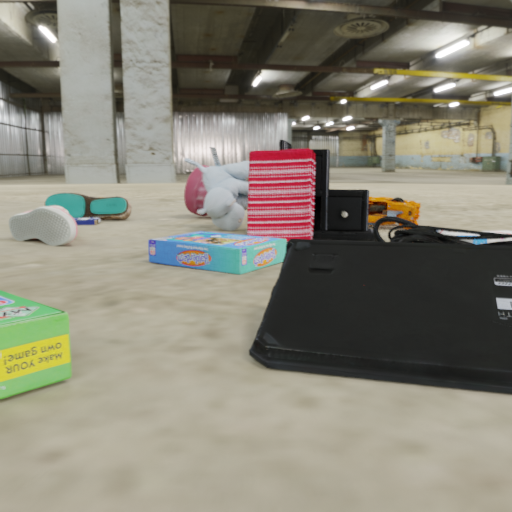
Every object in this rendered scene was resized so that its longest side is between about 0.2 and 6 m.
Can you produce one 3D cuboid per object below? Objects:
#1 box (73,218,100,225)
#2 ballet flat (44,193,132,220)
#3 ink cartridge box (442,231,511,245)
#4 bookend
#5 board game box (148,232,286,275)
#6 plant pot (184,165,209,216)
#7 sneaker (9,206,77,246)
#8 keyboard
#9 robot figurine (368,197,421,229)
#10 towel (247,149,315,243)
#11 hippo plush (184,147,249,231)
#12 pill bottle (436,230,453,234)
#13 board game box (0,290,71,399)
[{"bbox_3d":[-4.825,-0.942,15.296,1.038,0.168,0.629,0,9,-7],"label":"box"},{"bbox_3d":[-4.833,-1.328,16.305,2.499,0.851,0.840,6,-11,3],"label":"ballet flat"},{"bbox_3d":[3.951,-0.145,9.476,1.413,0.480,0.814,-3,10,-19],"label":"ink cartridge box"},{"bbox_3d":[1.604,-1.450,12.368,2.149,2.136,0.990,3,9,9],"label":"bookend"},{"bbox_3d":[-0.633,-0.088,9.316,1.851,0.416,1.408,6,11,33],"label":"board game box"},{"bbox_3d":[-1.186,-1.845,16.805,1.360,1.519,1.519,18,16,25],"label":"plant pot"},{"bbox_3d":[-4.194,-0.703,11.847,2.122,0.799,1.109,2,14,38],"label":"sneaker"},{"bbox_3d":[2.544,0.601,5.050,4.836,0.958,2.517,4,33,15],"label":"keyboard"},{"bbox_3d":[2.878,-1.167,14.779,2.709,0.789,1.964,4,10,21],"label":"robot figurine"},{"bbox_3d":[0.510,-1.253,11.692,1.410,1.950,0.219,1,0,10],"label":"towel"},{"bbox_3d":[-0.644,-1.539,13.748,1.567,1.968,1.582,-22,38,14],"label":"hippo plush"},{"bbox_3d":[3.666,-0.375,11.262,0.362,0.362,0.605,-3,10,-17],"label":"pill bottle"},{"bbox_3d":[-3.664,0.766,3.640,2.644,0.572,3.929,9,13,43],"label":"board game box"}]
